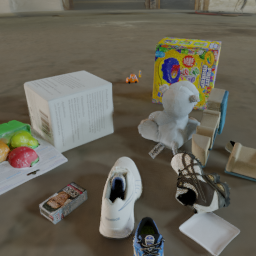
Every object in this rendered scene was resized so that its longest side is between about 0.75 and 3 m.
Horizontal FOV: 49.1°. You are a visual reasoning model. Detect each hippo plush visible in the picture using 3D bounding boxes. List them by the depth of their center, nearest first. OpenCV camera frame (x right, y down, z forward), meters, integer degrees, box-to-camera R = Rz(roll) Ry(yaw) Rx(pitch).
[{"bbox_3d":[1.400,-0.536,9.714,2.166,2.186,2.719,15,33,25],"label":"hippo plush"}]

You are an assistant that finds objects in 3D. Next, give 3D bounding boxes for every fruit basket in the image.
[{"bbox_3d":[-3.509,0.862,8.688,2.277,1.152,2.458,-27,54,-39],"label":"fruit basket"}]

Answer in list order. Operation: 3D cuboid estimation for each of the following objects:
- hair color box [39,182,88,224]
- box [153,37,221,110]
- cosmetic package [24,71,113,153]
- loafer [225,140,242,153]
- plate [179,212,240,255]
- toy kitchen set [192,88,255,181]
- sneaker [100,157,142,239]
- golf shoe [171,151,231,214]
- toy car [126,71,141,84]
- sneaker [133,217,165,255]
[{"bbox_3d":[-1.649,1.908,7.256,0.557,0.341,1.125,21,36,32],"label":"hair color box"},{"bbox_3d":[2.619,-2.488,12.649,2.611,2.710,1.653,10,31,17],"label":"box"},{"bbox_3d":[-2.068,-0.681,10.117,2.435,2.038,2.026,-21,34,-33],"label":"cosmetic package"},{"bbox_3d":[3.670,0.754,9.274,0.407,0.377,1.081,-16,33,-26],"label":"loafer"},{"bbox_3d":[1.887,2.412,6.534,1.033,0.167,1.035,-24,37,-36],"label":"plate"},{"bbox_3d":[3.502,0.351,9.295,2.265,1.666,2.828,14,52,23],"label":"toy kitchen set"},{"bbox_3d":[-0.124,1.486,7.190,0.991,1.158,2.659,1,28,3],"label":"sneaker"},{"bbox_3d":[1.613,1.410,7.558,1.127,0.927,2.385,-23,24,-13],"label":"golf shoe"},{"bbox_3d":[0.328,-2.952,15.781,0.709,0.481,1.445,6,31,10],"label":"toy car"},{"bbox_3d":[0.380,2.567,5.600,0.722,0.820,1.838,-2,30,-3],"label":"sneaker"}]
